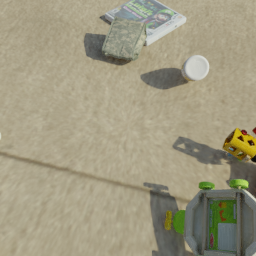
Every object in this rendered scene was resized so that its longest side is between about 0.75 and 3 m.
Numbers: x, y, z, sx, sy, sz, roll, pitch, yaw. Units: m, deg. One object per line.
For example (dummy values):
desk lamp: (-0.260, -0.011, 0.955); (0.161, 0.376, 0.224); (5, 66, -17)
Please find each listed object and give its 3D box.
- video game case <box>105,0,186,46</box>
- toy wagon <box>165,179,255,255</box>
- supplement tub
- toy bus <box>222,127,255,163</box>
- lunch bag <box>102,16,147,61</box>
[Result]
video game case: (0.736, -4.712, 11.963); (2.370, 0.304, 2.607); (-37, 62, -23)
toy wagon: (1.869, 2.126, 6.303); (2.342, 0.463, 1.817); (-16, 56, 45)
supplement tub: (2.214, -1.971, 9.364); (0.803, 1.112, 0.803); (1, 97, 5)
toy bus: (3.165, 0.593, 7.452); (1.253, 1.182, 0.647); (-2, 38, 39)
lunch bag: (-0.127, -3.204, 10.467); (1.292, 0.926, 1.575); (17, 70, 13)
